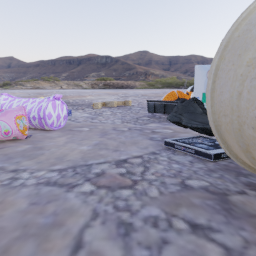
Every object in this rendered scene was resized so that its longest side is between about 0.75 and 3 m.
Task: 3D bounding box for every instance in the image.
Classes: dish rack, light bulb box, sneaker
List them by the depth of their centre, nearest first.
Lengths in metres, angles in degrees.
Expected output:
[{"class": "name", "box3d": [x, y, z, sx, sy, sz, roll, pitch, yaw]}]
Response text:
[{"class": "sneaker", "box3d": [1.394, -0.290, 5.818, 0.594, 0.710, 1.565, 25, 2, -30]}, {"class": "light bulb box", "box3d": [2.643, -0.816, 7.317, 1.653, 1.638, 1.031, 6, 7, 35]}, {"class": "dish rack", "box3d": [1.601, -0.674, 9.666, 1.450, 0.516, 1.890, 7, 6, 29]}, {"class": "sneaker", "box3d": [2.172, -1.105, 12.185, 2.462, 0.932, 1.133, -17, -8, -38]}]

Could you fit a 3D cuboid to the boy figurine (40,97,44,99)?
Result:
[{"class": "boy figurine", "box3d": [-3.968, -1.142, 12.803, 0.993, 0.514, 1.597, 13, 15, 42]}]

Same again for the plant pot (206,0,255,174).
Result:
[{"class": "plant pot", "box3d": [2.081, -0.098, 2.126, 2.346, 2.346, 2.148, 0, 20, -3]}]

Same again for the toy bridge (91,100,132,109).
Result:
[{"class": "toy bridge", "box3d": [-0.862, -1.161, 13.552, 0.759, 0.307, 2.258, 5, 11, 45]}]

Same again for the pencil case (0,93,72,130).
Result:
[{"class": "pencil case", "box3d": [-2.619, -0.459, 7.449, 2.150, 0.919, 0.902, 4, 12, 26]}]

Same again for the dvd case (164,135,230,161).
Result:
[{"class": "dvd case", "box3d": [1.380, 0.331, 4.996, 0.931, 0.153, 1.239, -5, 11, -30]}]

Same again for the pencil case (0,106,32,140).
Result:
[{"class": "pencil case", "box3d": [-2.871, -0.028, 5.493, 1.786, 0.781, 0.781, -6, 11, -38]}]
